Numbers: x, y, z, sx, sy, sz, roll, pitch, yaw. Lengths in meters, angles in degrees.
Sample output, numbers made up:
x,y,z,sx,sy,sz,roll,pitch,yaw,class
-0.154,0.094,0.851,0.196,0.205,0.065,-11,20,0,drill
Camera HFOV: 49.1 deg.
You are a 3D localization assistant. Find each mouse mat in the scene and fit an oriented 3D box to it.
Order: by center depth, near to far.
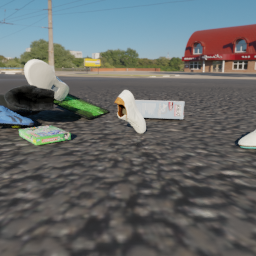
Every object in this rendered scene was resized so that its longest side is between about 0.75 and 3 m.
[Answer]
x,y,z,sx,sy,sz,roll,pitch,yaw,class
-2.266,-1.035,10.804,2.817,0.106,2.267,24,15,12,mouse mat

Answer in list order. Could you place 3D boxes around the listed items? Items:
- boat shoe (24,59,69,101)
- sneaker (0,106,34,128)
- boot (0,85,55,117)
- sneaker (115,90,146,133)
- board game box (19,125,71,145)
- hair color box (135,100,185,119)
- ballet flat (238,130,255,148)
x,y,z,sx,sy,sz,roll,pitch,yaw,class
-2.821,-1.673,9.395,0.852,0.895,2.486,31,1,16,boat shoe
-3.475,-0.364,8.052,0.553,0.658,1.679,-17,-18,42,sneaker
-3.538,-0.688,8.409,2.260,0.900,2.742,-11,8,-25,boot
0.013,-0.297,7.430,0.503,1.381,0.585,15,52,47,sneaker
-2.184,0.161,7.277,0.891,0.193,1.324,-11,15,-35,board game box
0.996,-0.681,10.116,2.026,0.614,1.003,2,7,13,hair color box
3.482,0.165,6.423,1.853,0.643,0.643,1,12,5,ballet flat
